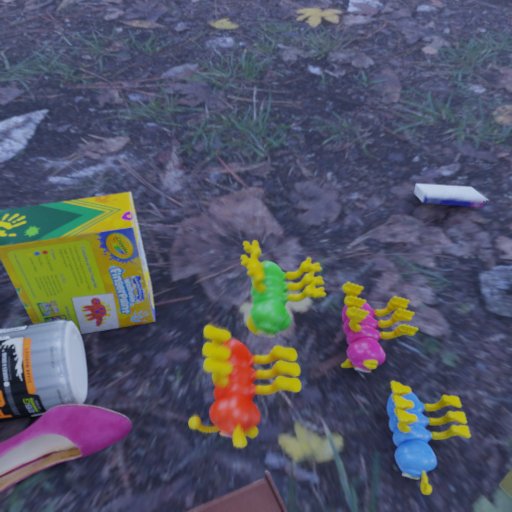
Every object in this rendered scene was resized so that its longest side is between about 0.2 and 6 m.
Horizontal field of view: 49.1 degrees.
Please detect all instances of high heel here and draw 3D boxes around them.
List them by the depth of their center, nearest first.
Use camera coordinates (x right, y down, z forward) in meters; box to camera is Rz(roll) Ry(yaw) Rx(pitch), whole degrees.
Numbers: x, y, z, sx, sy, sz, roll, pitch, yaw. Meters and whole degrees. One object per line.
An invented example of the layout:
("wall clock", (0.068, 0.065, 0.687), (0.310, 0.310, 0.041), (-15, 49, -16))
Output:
("high heel", (-2.726, 2.510, 6.657), (2.453, 0.826, 1.177), (-6, 38, 1))

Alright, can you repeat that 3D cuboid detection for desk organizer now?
("desk organizer", (0.216, 3.660, 5.466), (1.016, 0.946, 2.639), (-18, 46, -17))

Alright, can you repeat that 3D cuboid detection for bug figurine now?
("bug figurine", (0.876, 1.374, 7.174), (3.674, 0.945, 2.849), (20, 45, -19))

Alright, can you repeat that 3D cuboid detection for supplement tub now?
("supplement tub", (-3.324, 1.565, 7.352), (1.972, 1.208, 1.208), (-10, 48, -8))

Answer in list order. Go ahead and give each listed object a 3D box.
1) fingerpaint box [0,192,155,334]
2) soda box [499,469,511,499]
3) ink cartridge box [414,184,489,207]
("fingerpaint box", (-2.462, 0.193, 7.996), (1.746, 2.093, 0.768), (-9, 48, -7))
("soda box", (4.797, 2.061, 6.926), (3.618, 1.158, 1.225), (-28, 53, -23))
("ink cartridge box", (3.500, -1.068, 10.133), (1.060, 0.234, 1.079), (4, 20, 3))
